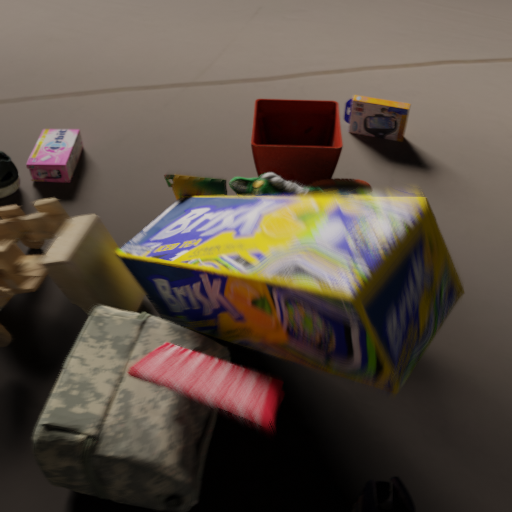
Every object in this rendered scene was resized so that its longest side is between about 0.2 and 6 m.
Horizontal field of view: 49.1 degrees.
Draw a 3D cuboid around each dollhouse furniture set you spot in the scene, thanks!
[{"bbox_3d":[-3.497,0.469,9.287,2.705,1.760,2.485,-7,40,24],"label":"dollhouse furniture set"}]

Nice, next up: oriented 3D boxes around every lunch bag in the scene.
[{"bbox_3d":[-1.464,2.008,7.280,1.954,1.623,2.330,9,45,7],"label":"lunch bag"}]

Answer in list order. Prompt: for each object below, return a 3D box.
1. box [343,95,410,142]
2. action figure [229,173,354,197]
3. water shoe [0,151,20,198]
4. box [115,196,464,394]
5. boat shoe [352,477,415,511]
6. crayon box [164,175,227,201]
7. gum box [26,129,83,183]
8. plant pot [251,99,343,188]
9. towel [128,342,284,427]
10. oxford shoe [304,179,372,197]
[{"bbox_3d":[2.771,-3.223,13.088,1.478,0.880,0.307,12,46,12],"label":"box"},{"bbox_3d":[0.709,-0.659,9.479,2.792,0.763,1.649,29,96,20],"label":"action figure"},{"bbox_3d":[-6.106,-1.563,11.366,2.387,0.942,0.853,-16,47,-16],"label":"water shoe"},{"bbox_3d":[0.106,0.216,7.565,4.701,1.511,1.647,6,44,49],"label":"box"},{"bbox_3d":[1.564,3.530,6.226,0.780,0.969,2.089,-7,45,-7],"label":"boat shoe"},{"bbox_3d":[-1.012,-1.103,9.372,1.026,0.651,0.261,5,78,0],"label":"crayon box"},{"bbox_3d":[-4.409,-2.192,12.320,0.827,0.482,1.458,0,45,-1],"label":"gum box"},{"bbox_3d":[0.786,-2.096,11.501,1.721,1.517,1.719,3,45,2],"label":"plant pot"},{"bbox_3d":[-0.496,1.420,6.294,1.601,0.180,1.158,17,8,8],"label":"towel"},{"bbox_3d":[0.898,-0.603,10.435,2.878,1.024,1.044,-18,53,-2],"label":"oxford shoe"}]
